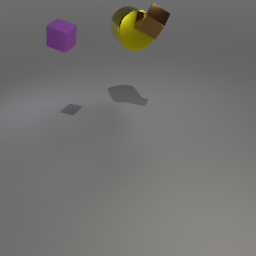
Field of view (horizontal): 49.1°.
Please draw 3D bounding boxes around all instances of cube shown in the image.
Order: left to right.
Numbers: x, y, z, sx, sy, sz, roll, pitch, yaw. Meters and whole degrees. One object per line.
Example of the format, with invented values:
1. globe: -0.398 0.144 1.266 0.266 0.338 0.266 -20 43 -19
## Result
1. cube: -2.104 -2.936 8.893 0.700 0.700 0.700 21 44 7
2. cube: 0.873 -3.555 9.346 0.700 0.700 0.700 29 60 -8

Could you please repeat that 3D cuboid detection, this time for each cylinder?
1. cylinder: 0.150 -3.755 10.532 1.400 1.400 1.400 -8 29 -13
